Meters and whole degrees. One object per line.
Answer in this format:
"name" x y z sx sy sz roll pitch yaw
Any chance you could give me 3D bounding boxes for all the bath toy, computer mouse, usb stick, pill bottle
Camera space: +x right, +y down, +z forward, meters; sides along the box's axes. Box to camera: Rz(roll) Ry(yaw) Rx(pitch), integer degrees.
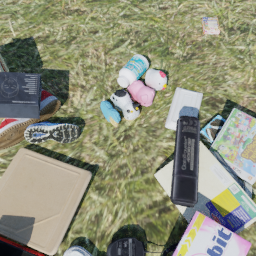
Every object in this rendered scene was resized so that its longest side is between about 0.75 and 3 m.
"bath toy" 0.425 -1.256 10.648 2.964 1.095 1.289 -38 100 -20
"computer mouse" 0.610 3.578 8.140 2.472 0.421 0.725 4 69 -5
"usb stick" 1.785 0.942 8.574 0.804 0.472 2.898 8 63 3
"pill bottle" 0.173 -2.293 11.443 0.795 0.795 1.434 29 63 17

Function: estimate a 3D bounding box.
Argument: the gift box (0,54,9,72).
"gift box" -5.750 -1.908 10.296 2.508 2.342 2.315 -24 61 -15

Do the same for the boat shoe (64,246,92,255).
"boat shoe" -0.957 4.309 7.329 0.988 0.897 2.686 -29 63 -16

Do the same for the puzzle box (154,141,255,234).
"puzzle box" 2.381 2.034 8.648 1.912 0.365 2.873 -38 64 4

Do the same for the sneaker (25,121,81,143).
"sneaker" -2.646 0.054 9.966 1.939 0.762 0.864 2 23 -21

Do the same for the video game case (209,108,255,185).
"video game case" 3.789 0.587 9.200 1.750 0.212 1.923 34 107 25

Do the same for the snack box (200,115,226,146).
"snack box" 3.609 0.479 10.003 1.094 0.349 1.884 -39 66 -21

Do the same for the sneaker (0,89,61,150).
"sneaker" -4.102 -0.544 10.219 1.651 1.046 2.936 38 58 16

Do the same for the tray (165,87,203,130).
"tray" 2.201 -0.755 10.837 1.096 0.226 2.041 16 60 9

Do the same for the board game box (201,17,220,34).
"board game box" 3.942 -4.892 13.367 0.741 0.227 0.979 2 59 1

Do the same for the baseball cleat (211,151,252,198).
"baseball cleat" 3.327 1.681 9.160 1.090 0.714 2.048 -8 67 -14

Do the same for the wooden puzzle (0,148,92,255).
"wooden puzzle" -2.917 2.203 8.900 2.921 0.544 2.702 15 60 15

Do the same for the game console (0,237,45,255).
"game console" -3.851 4.354 7.642 2.856 0.443 2.526 17 64 10

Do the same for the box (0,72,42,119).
"box" -3.710 -1.111 9.572 1.390 0.862 1.367 1 58 -13

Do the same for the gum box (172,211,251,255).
"gum box" 1.837 3.780 7.349 1.526 0.889 2.690 28 77 18
